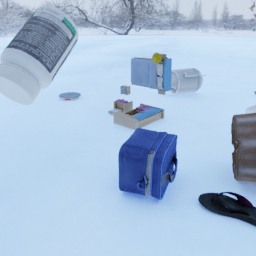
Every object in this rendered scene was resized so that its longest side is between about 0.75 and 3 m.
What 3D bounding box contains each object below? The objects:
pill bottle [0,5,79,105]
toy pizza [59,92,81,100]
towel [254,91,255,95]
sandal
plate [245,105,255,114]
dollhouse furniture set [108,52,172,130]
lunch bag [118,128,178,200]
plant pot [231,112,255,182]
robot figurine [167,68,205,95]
[{"bbox_3d":[-2.238,-1.763,6.836,1.276,1.276,2.257,11,61,25],"label":"pill bottle"},{"bbox_3d":[-2.435,-1.334,11.763,0.936,0.148,0.936,0,21,0],"label":"toy pizza"},{"bbox_3d":[6.157,-1.296,11.664,1.127,0.232,1.511,-1,20,-9],"label":"towel"},{"bbox_3d":[1.957,1.356,4.929,1.412,0.338,0.531,13,26,29],"label":"sandal"},{"bbox_3d":[4.768,-0.561,8.461,2.431,0.393,2.426,-23,9,31],"label":"plate"},{"bbox_3d":[0.118,-1.345,9.049,2.104,2.229,1.454,18,27,37],"label":"dollhouse furniture set"},{"bbox_3d":[0.481,0.692,5.604,1.023,1.050,1.546,7,23,17],"label":"lunch bag"},{"bbox_3d":[3.078,0.392,5.644,1.825,1.844,1.844,-2,21,18],"label":"plant pot"},{"bbox_3d":[2.487,-2.065,12.298,1.903,1.074,1.614,-9,-10,-21],"label":"robot figurine"}]
